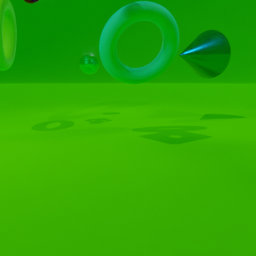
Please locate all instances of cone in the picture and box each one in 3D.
[{"bbox_3d":[2.193,-2.381,9.131,1.621,1.615,1.615,-13,16,-40],"label":"cone"}]

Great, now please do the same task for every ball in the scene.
[{"bbox_3d":[-1.442,-2.371,10.437,0.733,0.733,0.733,0,10,0],"label":"ball"}]

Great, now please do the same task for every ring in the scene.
[{"bbox_3d":[0.300,-2.009,6.850,2.039,2.039,0.408,-4,37,-20],"label":"ring"},{"bbox_3d":[-3.276,-2.447,7.304,0.377,1.886,1.886,4,9,-10],"label":"ring"}]

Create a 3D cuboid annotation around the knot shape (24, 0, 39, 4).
[{"bbox_3d":[-2.646,-3.980,7.619,0.593,1.284,1.201,-4,-29,-4],"label":"knot shape"}]
